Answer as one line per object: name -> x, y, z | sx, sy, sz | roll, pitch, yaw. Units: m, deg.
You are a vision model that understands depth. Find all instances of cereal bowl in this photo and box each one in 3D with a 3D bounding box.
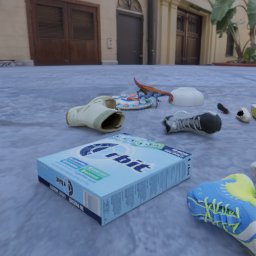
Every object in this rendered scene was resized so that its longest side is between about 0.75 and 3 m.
cereal bowl -> 3.245, -1.809, 15.687 | 2.007, 0.836, 2.007 | -1, 17, 0

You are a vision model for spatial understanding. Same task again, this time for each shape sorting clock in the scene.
shape sorting clock -> 0.050, -1.445, 14.978 | 2.617, 0.513, 2.617 | 0, 16, 0

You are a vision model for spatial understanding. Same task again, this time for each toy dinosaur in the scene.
toy dinosaur -> 1.380, -1.725, 14.281 | 1.797, 1.981, 1.040 | -13, 36, 6

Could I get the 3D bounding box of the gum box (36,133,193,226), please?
gum box -> -0.271, 0.925, 6.577 | 2.821, 0.628, 2.397 | -15, 22, -41

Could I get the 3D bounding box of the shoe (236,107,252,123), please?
shoe -> 4.941, -0.640, 12.086 | 0.377, 0.494, 1.412 | 27, 18, -4

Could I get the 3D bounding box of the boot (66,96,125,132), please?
boot -> -0.868, -0.570, 11.203 | 2.034, 0.948, 2.630 | 11, 25, 37

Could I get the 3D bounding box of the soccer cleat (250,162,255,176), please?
soccer cleat -> 3.579, 1.005, 6.352 | 1.493, 0.517, 0.579 | 14, 56, 25

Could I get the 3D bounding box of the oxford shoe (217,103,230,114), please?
oxford shoe -> 4.571, -0.911, 13.432 | 0.290, 0.291, 0.815 | 18, 27, -36

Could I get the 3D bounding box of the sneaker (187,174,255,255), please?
sneaker -> 1.632, 1.483, 4.579 | 1.242, 0.895, 2.364 | -9, 7, 10

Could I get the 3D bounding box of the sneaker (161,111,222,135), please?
sneaker -> 2.059, -0.081, 9.955 | 1.346, 0.875, 2.331 | -15, 11, -29

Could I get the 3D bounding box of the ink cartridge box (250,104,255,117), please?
ink cartridge box -> 6.611, -0.490, 11.626 | 2.377, 0.565, 2.405 | 6, 18, 10
